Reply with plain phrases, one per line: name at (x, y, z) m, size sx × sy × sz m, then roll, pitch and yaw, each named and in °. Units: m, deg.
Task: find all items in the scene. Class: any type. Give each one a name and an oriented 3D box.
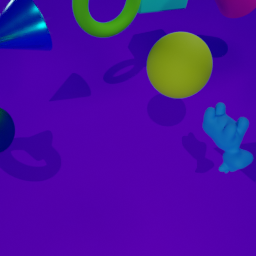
ring at (-0.437, -2.791, 6.183) m, size 1.655 × 1.655 × 0.331 m, roll -24°, pitch 53°, yaw -17°
cylinder at (2.939, -3.874, 7.683) m, size 1.200 × 1.200 × 1.200 m, roll -11°, pitch 69°, yaw 31°
ball at (1.011, -1.232, 5.561) m, size 1.280 × 1.280 × 1.280 m, roll 0°, pitch 53°, yaw 0°
cube at (0.695, -3.918, 7.036) m, size 1.397 × 1.397 × 1.397 m, roll -14°, pitch 52°, yaw -19°
cone at (-2.428, -1.891, 5.641) m, size 1.282 × 1.277 × 1.277 m, roll -34°, pitch 60°, yaw -20°
cone at (-3.093, 0.053, 5.874) m, size 0.977 × 0.974 × 0.974 m, roll -1°, pitch 47°, yaw 33°
cow figurine at (1.792, 0.228, 5.152) m, size 0.614 × 1.100 × 1.118 m, roll -24°, pitch 50°, yaw -25°
